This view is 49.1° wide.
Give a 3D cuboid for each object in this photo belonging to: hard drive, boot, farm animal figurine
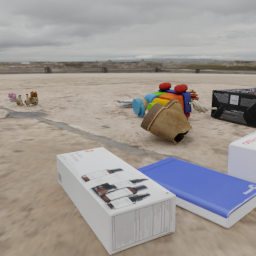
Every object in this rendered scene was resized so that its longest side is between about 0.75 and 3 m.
[{"bbox_3d":[1.020,0.880,4.355,1.161,0.223,1.760,-12,18,-41],"label":"hard drive"},{"bbox_3d":[1.249,-0.136,7.794,1.063,1.037,2.816,34,19,12],"label":"boot"},{"bbox_3d":[-4.678,-1.230,12.582,1.238,0.622,1.000,-7,-4,-15],"label":"farm animal figurine"}]

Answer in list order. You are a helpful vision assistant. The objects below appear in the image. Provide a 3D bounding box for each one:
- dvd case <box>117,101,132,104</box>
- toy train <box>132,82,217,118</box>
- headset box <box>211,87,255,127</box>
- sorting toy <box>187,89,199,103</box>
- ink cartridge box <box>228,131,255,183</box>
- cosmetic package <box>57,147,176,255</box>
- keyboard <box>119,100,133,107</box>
[{"bbox_3d":[0.051,-1.119,12.298,0.911,0.073,0.678,-1,10,-17],"label":"dvd case"},{"bbox_3d":[1.399,-0.743,9.469,1.617,1.183,2.794,-17,19,-22],"label":"toy train"},{"bbox_3d":[4.595,-0.806,9.663,2.728,1.023,2.028,-7,15,-28],"label":"headset box"},{"bbox_3d":[2.909,-1.606,13.820,0.962,0.657,1.600,8,16,31],"label":"sorting toy"},{"bbox_3d":[2.637,0.616,4.370,1.245,0.725,1.722,-12,18,-42],"label":"ink cartridge box"},{"bbox_3d":[-0.311,0.822,3.951,0.871,0.534,2.111,-6,15,-28],"label":"cosmetic package"},{"bbox_3d":[1.094,-1.249,13.061,2.964,0.158,0.834,-8,24,-15],"label":"keyboard"}]
